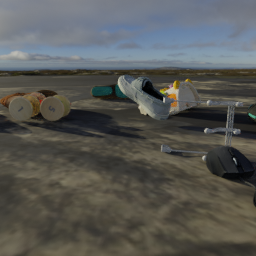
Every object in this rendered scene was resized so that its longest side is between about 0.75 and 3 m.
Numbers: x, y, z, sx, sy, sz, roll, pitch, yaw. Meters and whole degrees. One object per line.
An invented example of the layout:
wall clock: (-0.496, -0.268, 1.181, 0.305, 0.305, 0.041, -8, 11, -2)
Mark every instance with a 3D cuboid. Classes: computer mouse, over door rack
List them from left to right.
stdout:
over door rack: (1.555, 0.017, 6.241, 1.774, 1.310, 0.591, 6, 9, 23)
computer mouse: (2.002, 0.781, 4.840, 0.745, 0.432, 2.540, 0, 14, -6)

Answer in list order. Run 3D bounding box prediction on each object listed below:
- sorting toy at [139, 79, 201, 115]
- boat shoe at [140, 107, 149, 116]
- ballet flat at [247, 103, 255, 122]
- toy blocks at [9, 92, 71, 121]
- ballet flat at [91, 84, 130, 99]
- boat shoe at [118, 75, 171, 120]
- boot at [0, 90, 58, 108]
sorting toy: (1.708, -1.236, 12.541, 2.211, 1.312, 2.456, -14, 3, 36)
boat shoe: (0.735, -0.689, 11.496, 0.264, 0.309, 0.925, 9, 15, -17)
ballet flat: (5.575, -0.503, 9.577, 2.763, 0.939, 0.945, -9, 22, 7)
toy blocks: (-3.210, -0.938, 11.165, 2.050, 0.893, 2.459, 0, 13, 3)
ballet flat: (-0.780, -2.074, 16.491, 2.777, 0.942, 1.004, -4, -5, 1)
boat shoe: (0.630, -1.349, 10.084, 0.902, 0.921, 2.585, -17, 49, -39)
boot: (-4.591, -1.349, 13.060, 2.378, 0.876, 1.840, -9, 13, -41)
